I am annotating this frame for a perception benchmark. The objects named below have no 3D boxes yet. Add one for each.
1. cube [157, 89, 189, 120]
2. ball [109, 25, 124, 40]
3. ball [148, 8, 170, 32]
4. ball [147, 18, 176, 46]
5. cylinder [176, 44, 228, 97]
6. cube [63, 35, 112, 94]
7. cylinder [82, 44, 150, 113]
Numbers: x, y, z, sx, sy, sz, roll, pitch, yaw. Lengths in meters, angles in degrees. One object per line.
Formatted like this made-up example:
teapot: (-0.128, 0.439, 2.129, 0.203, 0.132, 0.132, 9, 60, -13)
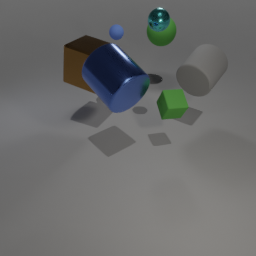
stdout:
cube: (1.411, -0.756, 8.979, 0.700, 0.700, 0.700, -5, 64, -16)
ball: (-0.552, -4.555, 13.335, 0.700, 0.700, 0.700, 0, 32, 0)
ball: (0.963, -3.363, 8.719, 0.700, 0.700, 0.700, 0, 32, 0)
ball: (1.581, -4.586, 13.233, 1.400, 1.400, 1.400, 0, 32, 0)
cylinder: (2.715, -2.110, 10.274, 1.400, 1.400, 1.400, 23, 57, 32)
cube: (-1.329, -2.290, 9.984, 1.400, 1.400, 1.400, 22, 38, 14)
cylinder: (-0.343, -1.381, 7.846, 1.400, 1.400, 1.400, -25, 63, -34)
